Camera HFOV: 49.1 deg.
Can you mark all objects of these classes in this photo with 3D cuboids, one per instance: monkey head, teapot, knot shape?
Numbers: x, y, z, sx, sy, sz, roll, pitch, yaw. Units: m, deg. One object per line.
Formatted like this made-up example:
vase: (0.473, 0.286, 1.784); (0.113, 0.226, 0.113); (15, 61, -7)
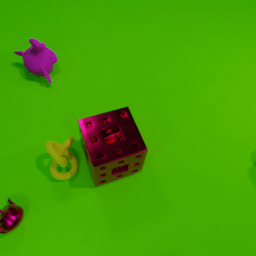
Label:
monkey head: (-2.944, -2.251, 8.969); (1.697, 1.221, 1.023); (39, 91, 11)
teapot: (-2.912, 2.140, 6.830); (0.696, 0.548, 1.120); (-39, 25, 12)
knot shape: (-1.770, 0.723, 7.393); (0.559, 1.133, 1.211); (-4, 70, 17)

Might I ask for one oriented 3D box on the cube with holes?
cube with holes: (-0.435, 0.500, 7.321); (1.343, 1.343, 1.343); (-16, 62, -14)
